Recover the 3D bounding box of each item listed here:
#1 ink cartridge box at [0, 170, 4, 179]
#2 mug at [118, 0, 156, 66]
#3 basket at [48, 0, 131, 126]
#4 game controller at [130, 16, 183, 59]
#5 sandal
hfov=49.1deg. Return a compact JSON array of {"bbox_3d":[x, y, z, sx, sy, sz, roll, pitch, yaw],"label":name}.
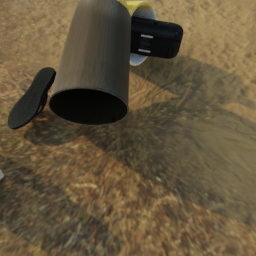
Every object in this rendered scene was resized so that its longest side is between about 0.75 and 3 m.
[{"bbox_3d":[-4.449,0.351,6.730,2.546,1.858,1.070,33,57,22],"label":"ink cartridge box"},{"bbox_3d":[-0.378,-3.650,9.651,2.093,2.549,2.042,23,37,27],"label":"mug"},{"bbox_3d":[-0.852,-1.813,7.485,1.972,2.614,2.900,13,71,-21],"label":"basket"},{"bbox_3d":[0.639,-3.088,9.625,2.412,1.258,0.508,10,46,-1],"label":"game controller"},{"bbox_3d":[-2.709,-0.824,8.324,0.838,0.534,2.229,14,64,26],"label":"sandal"}]
